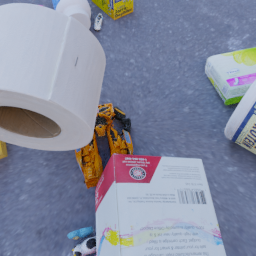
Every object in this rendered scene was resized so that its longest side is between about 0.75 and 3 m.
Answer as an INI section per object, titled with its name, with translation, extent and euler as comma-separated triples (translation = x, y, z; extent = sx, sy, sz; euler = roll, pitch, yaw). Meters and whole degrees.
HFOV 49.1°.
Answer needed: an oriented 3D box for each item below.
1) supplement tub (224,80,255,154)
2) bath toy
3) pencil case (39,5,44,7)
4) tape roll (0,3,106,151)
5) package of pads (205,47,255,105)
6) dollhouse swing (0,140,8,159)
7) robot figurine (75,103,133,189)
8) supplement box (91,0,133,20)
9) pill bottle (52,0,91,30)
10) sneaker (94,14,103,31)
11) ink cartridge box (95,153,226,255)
[supplement tub]
translation = 4.368, 0.056, 7.538
extent = 2.874, 2.083, 2.083
euler = 33, 63, 20
[bath toy]
translation = -0.867, 3.094, 6.452
extent = 0.681, 0.579, 1.566
euler = -43, 60, 18
[pencil case]
translation = -3.548, -4.242, 11.215
extent = 0.771, 0.747, 1.646
euler = -22, 54, 23
[tape roll]
translation = -1.976, -0.890, 6.031
extent = 2.813, 2.813, 1.931
euler = 5, 64, 3
[package of pads]
translation = 4.024, -1.847, 9.374
extent = 2.414, 0.823, 1.865
euler = -12, 49, -5
[dollhouse swing]
translation = -4.397, 0.421, 7.752
extent = 1.540, 1.354, 1.400
euler = -18, 59, -10
[robot figurine]
translation = -0.731, 0.322, 8.150
extent = 1.950, 0.783, 2.690
euler = -10, 57, -8
[supplement box]
translation = -0.736, -5.678, 11.944
extent = 1.044, 1.050, 1.917
euler = -32, 61, -18
[pill bottle]
translation = -2.270, -4.879, 11.228
extent = 1.393, 1.393, 2.482
euler = -14, 58, -9
[sneaker]
translation = -1.227, -4.347, 11.511
extent = 0.319, 0.322, 0.888
euler = 5, 58, 2
[ink cartridge box]
translation = 0.507, 2.293, 5.830
extent = 2.074, 2.065, 2.855
euler = 6, 54, -17
